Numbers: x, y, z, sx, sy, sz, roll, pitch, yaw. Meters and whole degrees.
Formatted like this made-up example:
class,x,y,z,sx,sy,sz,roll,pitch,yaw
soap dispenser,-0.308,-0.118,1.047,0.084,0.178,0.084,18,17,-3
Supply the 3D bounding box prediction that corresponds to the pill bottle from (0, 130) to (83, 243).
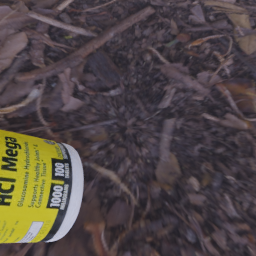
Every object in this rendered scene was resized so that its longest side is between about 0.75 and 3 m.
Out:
class,x,y,z,sx,sy,sz,roll,pitch,yaw
pill bottle,-1.907,0.650,3.359,2.467,1.387,1.387,15,49,-37
